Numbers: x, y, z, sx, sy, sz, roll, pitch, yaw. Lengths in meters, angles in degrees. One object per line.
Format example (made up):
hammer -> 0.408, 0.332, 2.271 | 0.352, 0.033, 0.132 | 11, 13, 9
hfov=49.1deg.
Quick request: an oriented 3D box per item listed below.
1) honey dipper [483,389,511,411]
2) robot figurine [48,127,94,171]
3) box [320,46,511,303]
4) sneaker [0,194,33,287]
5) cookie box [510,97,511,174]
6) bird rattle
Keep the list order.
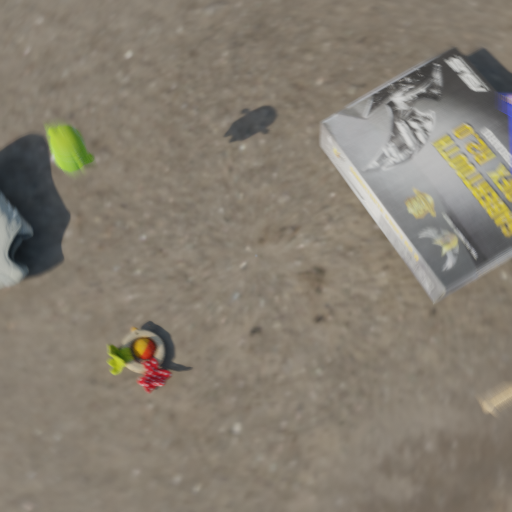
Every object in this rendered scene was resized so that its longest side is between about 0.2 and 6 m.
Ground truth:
honey dipper -> 3.515, 1.733, 7.425 | 1.141, 0.217, 0.217 | -42, 78, 20
robot figurine -> -2.767, -1.580, 8.260 | 0.470, 0.813, 0.713 | -41, 82, -20
box -> 3.469, -1.574, 10.290 | 3.072, 0.937, 3.879 | -30, 71, -5
sneaker -> -4.852, -0.758, 10.389 | 1.332, 1.096, 2.896 | -7, 83, -9
cookie box -> 3.808, -1.770, 7.559 | 0.414, 1.100, 0.941 | 15, 42, 42
bird rattle -> -2.014, 1.786, 9.901 | 1.202, 0.677, 0.980 | 21, 61, 2
